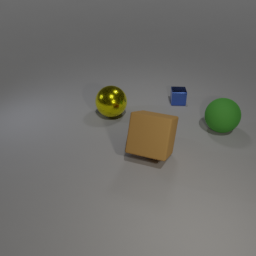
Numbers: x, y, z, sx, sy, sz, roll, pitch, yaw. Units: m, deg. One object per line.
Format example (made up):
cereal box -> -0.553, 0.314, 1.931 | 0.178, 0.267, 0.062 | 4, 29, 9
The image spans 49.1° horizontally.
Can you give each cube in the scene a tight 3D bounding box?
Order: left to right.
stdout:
cube -> 0.855, 0.206, 9.708 | 1.400, 1.400, 1.400 | 11, 9, 17
cube -> 2.430, -1.543, 13.523 | 0.700, 0.700, 0.700 | 1, 33, 2

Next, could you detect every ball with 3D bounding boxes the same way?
ball -> -0.736, -1.165, 12.307 | 1.400, 1.400, 1.400 | 0, 33, 0
ball -> 3.802, -0.508, 11.258 | 1.400, 1.400, 1.400 | 0, 33, 0
